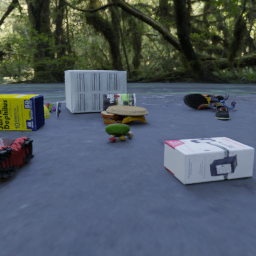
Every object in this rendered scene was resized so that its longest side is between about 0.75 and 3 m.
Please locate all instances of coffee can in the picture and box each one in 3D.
[{"bbox_3d":[-0.421,-1.068,13.216,1.508,1.103,1.103,-1,12,-5],"label":"coffee can"}]

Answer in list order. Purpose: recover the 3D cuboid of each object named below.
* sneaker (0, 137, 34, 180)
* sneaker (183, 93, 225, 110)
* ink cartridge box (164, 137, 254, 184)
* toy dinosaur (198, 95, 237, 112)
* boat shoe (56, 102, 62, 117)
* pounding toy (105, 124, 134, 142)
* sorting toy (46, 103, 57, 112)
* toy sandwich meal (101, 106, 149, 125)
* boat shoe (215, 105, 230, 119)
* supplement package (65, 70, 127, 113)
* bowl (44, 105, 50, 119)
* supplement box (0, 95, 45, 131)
[{"bbox_3d":[-2.766,0.633,5.995,0.954,0.690,1.953,1,9,1],"label":"sneaker"},{"bbox_3d":[4.237,-1.521,16.279,2.600,0.909,1.170,1,5,-18],"label":"sneaker"},{"bbox_3d":[1.691,0.648,6.002,1.543,0.651,1.117,-3,12,-14],"label":"ink cartridge box"},{"bbox_3d":[5.092,-1.311,15.410,1.654,0.957,1.823,16,-14,-39],"label":"toy dinosaur"},{"bbox_3d":[-3.233,-0.858,13.148,0.233,0.755,0.283,2,-26,-12],"label":"boat shoe"},{"bbox_3d":[-0.285,0.248,8.803,0.776,0.467,1.006,-8,-21,19],"label":"pounding toy"},{"bbox_3d":[-3.996,-1.026,15.039,0.503,0.506,1.460,21,-3,-33],"label":"sorting toy"},{"bbox_3d":[-0.097,-0.505,11.779,1.987,0.681,1.987,3,11,-1],"label":"toy sandwich meal"},{"bbox_3d":[4.393,-0.726,13.105,0.613,0.525,1.676,3,13,11],"label":"boat shoe"},{"bbox_3d":[-1.864,-2.103,15.581,2.952,2.171,2.823,-4,12,-17],"label":"supplement package"},{"bbox_3d":[-4.545,-0.928,13.021,1.735,0.934,1.735,-1,12,0],"label":"bowl"},{"bbox_3d":[-4.475,-0.614,10.687,2.263,1.231,1.239,0,12,0],"label":"supplement box"}]
